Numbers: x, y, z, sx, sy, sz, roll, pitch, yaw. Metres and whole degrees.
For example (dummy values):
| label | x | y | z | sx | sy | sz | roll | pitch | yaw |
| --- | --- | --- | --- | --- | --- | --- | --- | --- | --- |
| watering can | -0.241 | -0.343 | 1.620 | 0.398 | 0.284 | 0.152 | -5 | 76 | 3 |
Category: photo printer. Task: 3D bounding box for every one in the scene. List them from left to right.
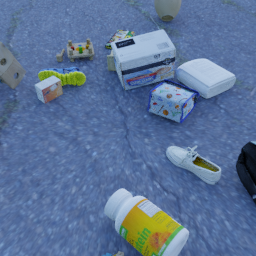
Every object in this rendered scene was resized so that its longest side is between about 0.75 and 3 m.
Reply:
| label | x | y | z | sx | sy | sz | roll | pitch | yaw |
| --- | --- | --- | --- | --- | --- | --- | --- | --- | --- |
| photo printer | 3.111 | -2.147 | 11.583 | 1.680 | 0.701 | 2.020 | -24 | 49 | -26 |

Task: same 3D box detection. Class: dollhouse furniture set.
| label | x | y | z | sx | sy | sz | roll | pitch | yaw |
| --- | --- | --- | --- | --- | --- | --- | --- | --- | --- |
| dollhouse furniture set | -5.830 | -1.922 | 10.882 | 1.906 | 1.895 | 2.705 | 22 | 71 | 20 |

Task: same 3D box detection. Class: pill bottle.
| label | x | y | z | sx | sy | sz | roll | pitch | yaw |
| --- | --- | --- | --- | --- | --- | --- | --- | --- | --- |
| pill bottle | 0.371 | 2.302 | 6.655 | 1.909 | 1.060 | 1.060 | 32 | 52 | 29 |

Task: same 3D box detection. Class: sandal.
| label | x | y | z | sx | sy | sz | roll | pitch | yaw |
| --- | --- | --- | --- | --- | --- | --- | --- | --- | --- |
| sandal | -2.731 | -2.177 | 11.676 | 1.932 | 0.768 | 0.841 | 2 | 38 | -9 |

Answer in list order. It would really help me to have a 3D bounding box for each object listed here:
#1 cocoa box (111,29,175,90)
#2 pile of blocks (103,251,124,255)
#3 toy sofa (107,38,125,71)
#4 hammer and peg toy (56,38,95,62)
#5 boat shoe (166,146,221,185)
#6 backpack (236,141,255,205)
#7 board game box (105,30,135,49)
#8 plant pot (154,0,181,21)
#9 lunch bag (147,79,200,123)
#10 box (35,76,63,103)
| label | x | y | z | sx | sy | sz | roll | pitch | yaw |
| --- | --- | --- | --- | --- | --- | --- | --- | --- | --- |
| cocoa box | 0.636 | -2.768 | 11.435 | 2.258 | 1.482 | 1.506 | -16 | 50 | -5 |
| pile of blocks | -0.621 | 3.090 | 6.337 | 1.194 | 0.371 | 0.490 | -26 | 50 | -26 |
| toy sofa | -0.384 | -3.407 | 12.881 | 0.900 | 0.764 | 1.844 | 3 | 44 | 5 |
| hammer and peg toy | -2.529 | -3.703 | 13.287 | 1.767 | 0.623 | 1.299 | -7 | 44 | -8 |
| boat shoe | 1.941 | 0.918 | 8.324 | 1.811 | 0.772 | 0.669 | 34 | 53 | 31 |
| backpack | 3.938 | 1.238 | 7.588 | 1.266 | 1.670 | 2.001 | 2 | 36 | -28 |
| board game box | -0.376 | -4.565 | 14.505 | 1.000 | 0.224 | 1.909 | 14 | 45 | 12 |
| plant pot | 2.283 | -6.797 | 16.111 | 1.552 | 1.552 | 1.042 | 1 | 84 | 1 |
| lunch bag | 1.730 | -1.107 | 10.306 | 1.441 | 1.049 | 1.695 | 25 | 36 | 23 |
| box | -3.076 | -1.501 | 10.932 | 0.474 | 0.679 | 0.892 | 32 | 53 | 28 |
